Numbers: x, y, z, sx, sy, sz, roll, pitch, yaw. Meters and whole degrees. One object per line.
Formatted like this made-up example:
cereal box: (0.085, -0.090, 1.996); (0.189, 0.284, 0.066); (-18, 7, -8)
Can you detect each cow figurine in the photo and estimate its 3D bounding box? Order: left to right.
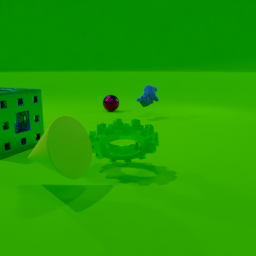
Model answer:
cow figurine: (0.714, -1.210, 10.387); (0.530, 0.965, 0.949); (-22, -28, 39)

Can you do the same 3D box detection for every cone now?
cone: (-1.247, 0.386, 4.408); (0.971, 0.967, 0.967); (-15, 4, 29)

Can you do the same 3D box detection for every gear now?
gear: (-0.086, 0.270, 5.189); (1.283, 0.237, 1.283); (-2, -31, -1)

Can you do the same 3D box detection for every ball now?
ball: (-0.722, -1.059, 11.930); (0.719, 0.719, 0.719); (0, 13, 0)

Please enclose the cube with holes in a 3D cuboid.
cube with holes: (-2.994, -0.200, 6.587); (1.368, 1.368, 1.368); (6, 14, 25)
